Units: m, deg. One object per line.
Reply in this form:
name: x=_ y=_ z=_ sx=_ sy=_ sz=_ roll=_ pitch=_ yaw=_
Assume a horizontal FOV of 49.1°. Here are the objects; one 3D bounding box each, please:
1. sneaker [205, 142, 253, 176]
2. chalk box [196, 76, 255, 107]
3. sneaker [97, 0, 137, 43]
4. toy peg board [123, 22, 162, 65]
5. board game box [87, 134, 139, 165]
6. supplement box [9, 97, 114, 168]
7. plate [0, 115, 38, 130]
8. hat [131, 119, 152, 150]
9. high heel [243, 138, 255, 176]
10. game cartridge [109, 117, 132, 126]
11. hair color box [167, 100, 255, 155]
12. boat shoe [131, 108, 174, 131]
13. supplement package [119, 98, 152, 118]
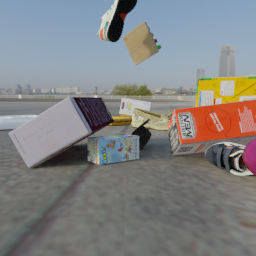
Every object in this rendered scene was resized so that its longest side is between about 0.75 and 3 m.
sneaker: x=1.760 y=0.508 z=4.728 sx=0.478 sy=0.472 sz=1.204 roll=-19 pitch=11 yaw=-39
chalk box: x=3.044 y=-0.451 z=7.746 sx=1.629 sy=1.637 sz=2.631 roll=4 pitch=2 yaw=32
sneaker: x=-0.384 y=-3.348 z=8.086 sx=0.841 sy=1.800 sz=0.634 roll=22 pitch=-2 yaw=44
toy peg board: x=0.529 y=-2.866 z=9.507 sx=1.062 sy=1.057 sz=0.519 roll=-22 pitch=5 yaw=42
board game box: x=-0.285 y=0.402 z=5.569 sx=0.928 sy=0.486 sz=0.478 roll=-3 pitch=6 yaw=-35
supplement box: x=-1.221 y=-0.035 z=6.021 sx=1.357 sy=0.759 sz=2.494 roll=-29 pitch=2 yaw=10
plate: x=-4.722 y=-0.284 z=11.989 sx=2.669 sy=0.432 sz=2.675 roll=-4 pitch=7 yaw=-36
hat: x=0.278 y=0.270 z=6.742 sx=0.424 sy=1.051 sz=1.051 roll=45 pitch=13 yaw=4
high heel: x=2.772 y=0.408 z=3.898 sx=2.319 sy=0.782 sz=1.115 roll=1 pitch=-5 yaw=-24
game cartridge: x=-0.904 y=-0.349 z=13.140 sx=1.966 sy=0.319 sz=1.733 roll=3 pitch=6 yaw=40
hair color box: x=2.038 y=-0.015 z=5.567 sx=2.327 sy=0.713 sz=1.181 roll=-7 pitch=-16 yaw=-1
boat shoe: x=1.204 y=-0.354 z=10.920 sx=2.521 sy=0.790 sz=0.924 roll=4 pitch=8 yaw=32
supplement package: x=0.379 y=-0.853 z=13.522 sx=1.410 sy=0.782 sz=1.098 roll=9 pitch=-8 yaw=7
